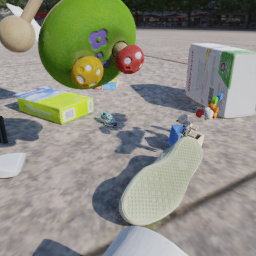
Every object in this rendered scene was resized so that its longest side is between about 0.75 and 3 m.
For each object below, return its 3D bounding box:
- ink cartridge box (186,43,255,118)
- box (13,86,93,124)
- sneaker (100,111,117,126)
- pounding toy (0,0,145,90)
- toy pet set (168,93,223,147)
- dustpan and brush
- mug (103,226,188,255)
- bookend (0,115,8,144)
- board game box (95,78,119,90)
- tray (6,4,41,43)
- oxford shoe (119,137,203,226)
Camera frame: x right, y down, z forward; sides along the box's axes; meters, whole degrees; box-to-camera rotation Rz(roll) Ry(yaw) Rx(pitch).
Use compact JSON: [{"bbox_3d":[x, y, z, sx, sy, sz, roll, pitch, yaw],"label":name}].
[{"bbox_3d":[3.421,-1.904,10.462,1.252,2.159,2.982,-5,23,-14],"label":"ink cartridge box"},{"bbox_3d":[-2.710,-0.892,10.088,2.572,0.613,1.568,16,28,33],"label":"box"},{"bbox_3d":[-0.650,-0.307,9.057,0.327,0.364,0.843,-17,29,-35],"label":"sneaker"},{"bbox_3d":[-0.675,-1.440,5.048,2.615,2.019,1.214,30,18,-52],"label":"pounding toy"},{"bbox_3d":[1.615,-0.152,7.269,0.862,1.516,1.623,24,32,27],"label":"toy pet set"},{"bbox_3d":[-3.007,0.896,6.407,1.244,0.356,0.868,3,25,-11],"label":"dustpan and brush"},{"bbox_3d":[0.096,1.985,2.657,1.685,1.349,1.383,12,33,40],"label":"mug"},{"bbox_3d":[-4.561,0.114,7.498,1.799,0.829,1.788,18,30,33],"label":"bookend"},{"bbox_3d":[-0.990,-2.128,13.411,1.002,0.264,1.309,1,23,1],"label":"board game box"},{"bbox_3d":[-3.133,-3.324,9.646,2.326,0.258,1.249,50,10,15],"label":"tray"},{"bbox_3d":[0.686,1.037,5.593,2.527,0.950,0.730,-38,-2,-43],"label":"oxford shoe"}]
